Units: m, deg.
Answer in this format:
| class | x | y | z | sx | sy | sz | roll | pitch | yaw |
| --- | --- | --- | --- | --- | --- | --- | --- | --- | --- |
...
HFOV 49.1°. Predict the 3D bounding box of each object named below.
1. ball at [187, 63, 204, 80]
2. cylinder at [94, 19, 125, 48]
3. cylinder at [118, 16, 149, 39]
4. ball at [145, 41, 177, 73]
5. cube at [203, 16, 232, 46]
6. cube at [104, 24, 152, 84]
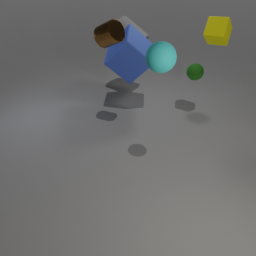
| class | x | y | z | sx | sy | sz | roll | pitch | yaw |
| --- | --- | --- | --- | --- | --- | --- | --- | --- | --- |
| ball | 2.777 | -2.320 | 11.579 | 0.700 | 0.700 | 0.700 | 0 | 33 | 0 |
| cylinder | -0.568 | -2.879 | 8.575 | 0.700 | 0.700 | 0.700 | -6 | 22 | 43 |
| cylinder | -0.024 | -3.983 | 12.478 | 1.400 | 1.400 | 1.400 | 41 | 41 | 2 |
| ball | 0.744 | -1.599 | 6.333 | 0.700 | 0.700 | 0.700 | 0 | 33 | 0 |
| cube | 3.069 | -3.301 | 9.551 | 0.700 | 0.700 | 0.700 | 16 | -3 | 30 |
| cube | 0.080 | -2.940 | 11.194 | 1.400 | 1.400 | 1.400 | 34 | 40 | -26 |
